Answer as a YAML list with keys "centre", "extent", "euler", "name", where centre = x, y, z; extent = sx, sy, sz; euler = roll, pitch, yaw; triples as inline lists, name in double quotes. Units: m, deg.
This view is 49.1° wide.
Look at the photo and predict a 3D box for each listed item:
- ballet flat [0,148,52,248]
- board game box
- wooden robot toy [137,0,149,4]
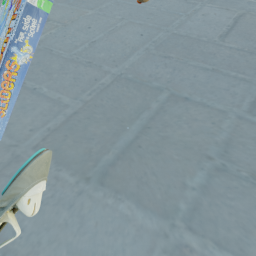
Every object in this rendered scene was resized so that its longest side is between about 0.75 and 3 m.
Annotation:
- centre: [-1.501, 1.073, 3.692]
  extent: [0.574, 0.607, 1.801]
  euler: [44, 89, 6]
  name: "ballet flat"
- centre: [-2.320, -1.258, 5.241]
  extent: [0.439, 2.546, 1.723]
  euler: [18, 8, -40]
  name: "board game box"
- centre: [0.400, -3.838, 7.365]
  extent: [0.964, 0.993, 2.188]
  euler: [26, 47, -3]
  name: "wooden robot toy"
